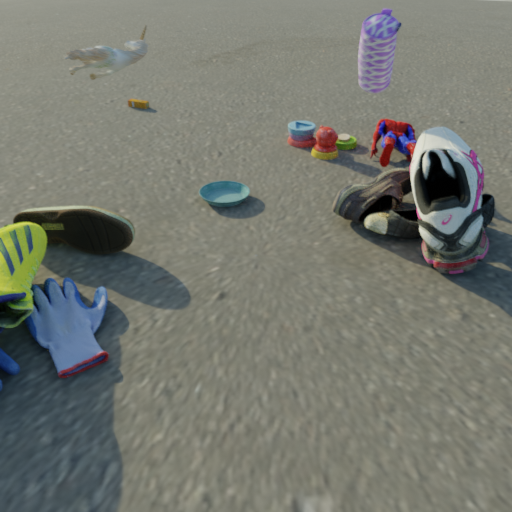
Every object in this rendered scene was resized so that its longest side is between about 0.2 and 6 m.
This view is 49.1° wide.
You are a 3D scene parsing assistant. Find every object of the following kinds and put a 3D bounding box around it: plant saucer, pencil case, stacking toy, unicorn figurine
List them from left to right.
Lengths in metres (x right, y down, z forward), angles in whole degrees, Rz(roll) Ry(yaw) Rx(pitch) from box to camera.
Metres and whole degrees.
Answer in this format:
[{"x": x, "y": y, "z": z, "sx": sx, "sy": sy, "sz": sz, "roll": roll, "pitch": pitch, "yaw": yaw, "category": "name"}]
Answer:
[{"x": -2.108, "y": -2.860, "z": 8.070, "sx": 0.934, "sy": 0.502, "sz": 1.359, "roll": -11, "pitch": 26, "yaw": 14, "category": "unicorn figurine"}, {"x": -0.645, "y": -1.238, "z": 11.395, "sx": 1.029, "sy": 0.185, "sz": 1.029, "roll": 0, "pitch": 32, "yaw": 0, "category": "plant saucer"}, {"x": 1.661, "y": -3.054, "z": 13.808, "sx": 1.470, "sy": 0.686, "sz": 1.623, "roll": -23, "pitch": 39, "yaw": -32, "category": "stacking toy"}, {"x": 2.337, "y": -3.910, "z": 10.812, "sx": 0.701, "sy": 1.670, "sz": 0.714, "roll": 15, "pitch": 69, "yaw": 11, "category": "pencil case"}]

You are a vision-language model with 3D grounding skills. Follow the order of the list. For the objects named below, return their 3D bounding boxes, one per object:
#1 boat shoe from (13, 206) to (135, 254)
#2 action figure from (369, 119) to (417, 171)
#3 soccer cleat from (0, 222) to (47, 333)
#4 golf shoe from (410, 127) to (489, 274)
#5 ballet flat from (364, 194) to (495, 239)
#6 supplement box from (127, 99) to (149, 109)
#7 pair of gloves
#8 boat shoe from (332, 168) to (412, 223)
[{"x": -3.086, "y": -0.589, "z": 9.877, "sx": 2.266, "sy": 0.812, "sz": 0.863, "roll": 9, "pitch": 21, "yaw": 14, "category": "boat shoe"}, {"x": 3.252, "y": -2.648, "z": 13.114, "sx": 1.033, "sy": 0.816, "sz": 3.157, "roll": 10, "pitch": 28, "yaw": 6, "category": "action figure"}, {"x": -3.552, "y": 0.513, "z": 7.745, "sx": 1.363, "sy": 1.054, "sz": 3.260, "roll": 10, "pitch": 27, "yaw": 3, "category": "soccer cleat"}, {"x": 3.299, "y": -1.391, "z": 9.652, "sx": 1.246, "sy": 1.580, "sz": 3.432, "roll": -10, "pitch": 41, "yaw": 18, "category": "golf shoe"}, {"x": 3.119, "y": -0.757, "z": 10.145, "sx": 2.439, "sy": 0.693, "sz": 0.811, "roll": -6, "pitch": 32, "yaw": -9, "category": "ballet flat"}, {"x": -3.476, "y": -4.487, "z": 16.541, "sx": 0.618, "sy": 0.213, "sz": 0.206, "roll": 11, "pitch": 35, "yaw": 20, "category": "supplement box"}, {"x": -3.284, "y": 1.069, "z": 7.618, "sx": 2.791, "sy": 0.318, "sz": 2.244, "roll": -19, "pitch": 37, "yaw": -26, "category": "pair of gloves"}, {"x": 2.405, "y": -1.061, "z": 10.744, "sx": 2.060, "sy": 0.767, "sz": 0.755, "roll": -23, "pitch": 54, "yaw": -27, "category": "boat shoe"}]
